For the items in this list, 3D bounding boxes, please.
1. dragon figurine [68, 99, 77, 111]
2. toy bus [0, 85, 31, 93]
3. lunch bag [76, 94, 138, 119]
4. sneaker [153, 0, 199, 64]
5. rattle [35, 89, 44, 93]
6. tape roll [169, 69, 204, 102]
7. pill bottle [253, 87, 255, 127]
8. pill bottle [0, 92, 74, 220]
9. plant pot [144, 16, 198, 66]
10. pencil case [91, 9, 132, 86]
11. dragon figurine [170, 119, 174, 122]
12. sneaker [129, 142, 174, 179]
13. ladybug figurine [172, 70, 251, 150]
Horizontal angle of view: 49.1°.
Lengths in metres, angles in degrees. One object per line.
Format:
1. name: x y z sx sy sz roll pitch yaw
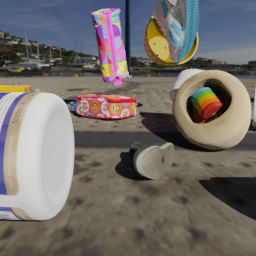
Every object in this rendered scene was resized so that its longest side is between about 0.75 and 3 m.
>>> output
1. dragon figurine: -2.304 -0.979 11.831 0.274 0.463 0.932 8 15 33
2. toy bus: -6.295 -1.708 14.188 2.712 0.883 1.062 2 14 5
3. lunch bag: -0.718 -0.819 10.465 2.056 0.842 1.811 9 11 33
4. sneaker: 1.453 -3.342 8.657 1.161 2.874 1.100 23 55 27
5. rattle: -3.332 -0.938 10.312 0.688 1.056 0.755 40 -13 -20
6. tape roll: 2.316 -0.936 8.663 2.027 0.709 2.027 25 -13 6
7. pill bottle: 4.746 -0.529 7.552 2.489 1.440 1.440 5 14 22
8. pill bottle: -2.134 0.316 3.499 2.655 1.536 1.536 1 13 4
9. plant pot: 1.367 -3.107 10.316 1.955 1.955 1.388 -4 -3 -16
10. pencil case: -0.580 -2.795 9.704 1.104 2.498 1.104 -9 23 4
11. dragon figurine: 2.332 -0.335 8.508 2.145 0.631 1.066 1 13 14
12. sneaker: 0.247 0.550 4.993 0.782 0.551 1.473 1 2 26
13. ladybug figurine: 1.993 -0.428 6.711 1.757 0.931 2.588 -33 36 19
